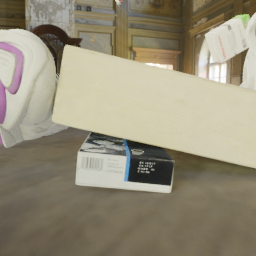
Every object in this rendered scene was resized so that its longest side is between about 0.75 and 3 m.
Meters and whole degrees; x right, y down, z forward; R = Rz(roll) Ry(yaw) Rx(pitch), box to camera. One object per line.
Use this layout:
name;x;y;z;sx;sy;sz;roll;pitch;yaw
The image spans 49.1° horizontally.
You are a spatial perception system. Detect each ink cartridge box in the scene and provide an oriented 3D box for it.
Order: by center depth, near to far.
ink cartridge box;-0.065;0.280;3.245;0.864;0.341;1.738;5;6;-4
ink cartridge box;3.288;-2.863;9.005;1.359;0.988;0.571;-30;25;-7

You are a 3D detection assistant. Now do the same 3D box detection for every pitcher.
pitcher;3.181;-0.856;4.722;2.576;2.210;1.562;17;50;25

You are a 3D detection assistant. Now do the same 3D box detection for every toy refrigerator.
toy refrigerator;0.511;-0.209;3.197;2.469;0.864;0.937;12;13;-3

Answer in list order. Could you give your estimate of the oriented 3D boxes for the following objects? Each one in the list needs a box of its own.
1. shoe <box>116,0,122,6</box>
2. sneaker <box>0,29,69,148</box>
shoe;-0.192;-4.270;8.597;0.553;1.216;0.434;-17;-35;11
sneaker;-1.199;-0.505;3.828;1.441;1.083;2.893;-15;-4;-25
